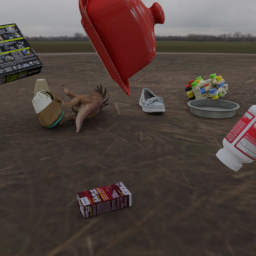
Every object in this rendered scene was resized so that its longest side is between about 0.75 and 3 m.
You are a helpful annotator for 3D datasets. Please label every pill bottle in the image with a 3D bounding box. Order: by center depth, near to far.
[{"bbox_3d":[1.476,0.143,3.469,0.437,0.779,0.437,32,17,-11],"label":"pill bottle"}]

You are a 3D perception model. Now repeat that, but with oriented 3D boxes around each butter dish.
[{"bbox_3d":[0.046,-2.775,7.757,2.026,2.733,2.741,-24,31,12],"label":"butter dish"}]

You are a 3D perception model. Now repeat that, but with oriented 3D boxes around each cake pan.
[{"bbox_3d":[3.139,-0.731,10.387,1.839,0.337,1.839,0,18,0],"label":"cake pan"}]

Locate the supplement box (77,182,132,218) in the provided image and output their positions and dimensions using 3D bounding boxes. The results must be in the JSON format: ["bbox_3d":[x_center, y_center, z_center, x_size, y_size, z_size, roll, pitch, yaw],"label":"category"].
[{"bbox_3d":[-0.403,1.205,4.742,0.829,0.252,0.451,-10,21,-23],"label":"supplement box"}]

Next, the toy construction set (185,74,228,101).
[{"bbox_3d":[3.438,-1.758,12.071,1.711,1.202,2.609,-20,-1,27],"label":"toy construction set"}]

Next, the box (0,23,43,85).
[{"bbox_3d":[-3.474,-1.908,7.337,1.923,1.541,0.426,-29,-10,-39],"label":"box"}]

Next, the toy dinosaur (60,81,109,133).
[{"bbox_3d":[-1.356,-0.767,9.420,1.829,1.158,2.699,2,23,-16],"label":"toy dinosaur"}]

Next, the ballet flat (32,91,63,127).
[{"bbox_3d":[-2.709,-0.780,9.369,0.892,0.951,2.629,-37,21,3],"label":"ballet flat"}]

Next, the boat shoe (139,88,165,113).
[{"bbox_3d":[0.894,-1.036,10.800,0.750,0.652,2.034,-3,19,-9],"label":"boat shoe"}]

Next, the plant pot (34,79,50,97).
[{"bbox_3d":[-3.992,-1.839,12.963,0.759,0.811,0.759,0,19,0],"label":"plant pot"}]
